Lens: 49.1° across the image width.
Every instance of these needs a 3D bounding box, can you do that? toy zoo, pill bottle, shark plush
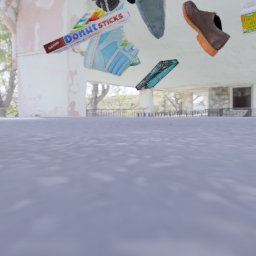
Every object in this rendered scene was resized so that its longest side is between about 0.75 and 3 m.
[{"bbox_3d":[-1.249,-3.483,9.018,0.787,1.200,0.123,10,-32,31],"label":"toy zoo"},{"bbox_3d":[3.564,-3.218,8.172,0.498,0.897,0.498,-15,17,5],"label":"pill bottle"},{"bbox_3d":[0.356,-3.394,6.624,1.342,1.230,2.954,14,-8,23],"label":"shark plush"}]

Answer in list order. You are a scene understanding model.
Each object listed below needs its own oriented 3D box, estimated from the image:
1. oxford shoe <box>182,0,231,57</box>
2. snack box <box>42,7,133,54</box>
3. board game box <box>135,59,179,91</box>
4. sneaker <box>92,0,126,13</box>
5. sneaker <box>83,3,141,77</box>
[{"bbox_3d":[2.231,-3.029,8.007,0.769,2.162,0.784,10,-40,-43],"label":"oxford shoe"},{"bbox_3d":[-0.454,-1.105,3.245,1.038,0.126,0.373,-19,13,13],"label":"snack box"},{"bbox_3d":[1.241,-2.285,12.156,1.232,0.256,1.821,-20,-16,-45],"label":"board game box"},{"bbox_3d":[0.186,-2.366,3.233,0.947,0.825,2.106,-49,9,-36],"label":"sneaker"},{"bbox_3d":[-0.212,-3.232,9.921,1.947,2.982,1.186,22,10,0],"label":"sneaker"}]
